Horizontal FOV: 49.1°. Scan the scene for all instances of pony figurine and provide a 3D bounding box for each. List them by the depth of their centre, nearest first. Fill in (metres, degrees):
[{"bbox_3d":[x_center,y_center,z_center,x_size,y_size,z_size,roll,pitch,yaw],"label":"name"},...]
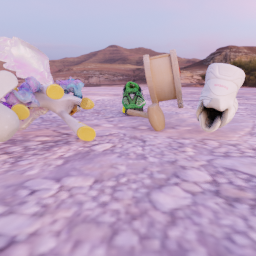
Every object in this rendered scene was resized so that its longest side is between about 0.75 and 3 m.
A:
[{"bbox_3d":[-2.023,-0.677,6.340,2.570,2.217,2.662,19,6,-25],"label":"pony figurine"}]

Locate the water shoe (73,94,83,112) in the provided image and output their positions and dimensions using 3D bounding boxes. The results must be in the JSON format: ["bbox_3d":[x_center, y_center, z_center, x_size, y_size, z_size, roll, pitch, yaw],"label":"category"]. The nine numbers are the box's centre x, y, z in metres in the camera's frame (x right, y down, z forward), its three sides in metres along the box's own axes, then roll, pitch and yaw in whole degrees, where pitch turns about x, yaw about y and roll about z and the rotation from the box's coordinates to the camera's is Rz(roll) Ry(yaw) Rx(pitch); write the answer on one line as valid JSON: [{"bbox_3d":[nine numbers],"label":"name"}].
[{"bbox_3d":[-2.006,-1.163,11.118,0.425,0.469,1.188,-4,46,-7],"label":"water shoe"}]

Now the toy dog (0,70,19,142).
[{"bbox_3d":[-2.811,-0.653,4.787,1.680,2.548,1.227,-27,-12,-3],"label":"toy dog"}]

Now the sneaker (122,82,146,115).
[{"bbox_3d":[0.246,-1.245,10.418,0.944,1.031,2.420,0,17,-2],"label":"sneaker"}]

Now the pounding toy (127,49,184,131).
[{"bbox_3d":[0.607,-1.280,7.583,1.631,1.626,2.844,-9,30,10],"label":"pounding toy"}]

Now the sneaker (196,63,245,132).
[{"bbox_3d":[1.795,-0.372,5.942,0.882,1.125,2.263,19,-14,23],"label":"sneaker"}]
